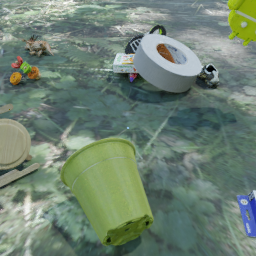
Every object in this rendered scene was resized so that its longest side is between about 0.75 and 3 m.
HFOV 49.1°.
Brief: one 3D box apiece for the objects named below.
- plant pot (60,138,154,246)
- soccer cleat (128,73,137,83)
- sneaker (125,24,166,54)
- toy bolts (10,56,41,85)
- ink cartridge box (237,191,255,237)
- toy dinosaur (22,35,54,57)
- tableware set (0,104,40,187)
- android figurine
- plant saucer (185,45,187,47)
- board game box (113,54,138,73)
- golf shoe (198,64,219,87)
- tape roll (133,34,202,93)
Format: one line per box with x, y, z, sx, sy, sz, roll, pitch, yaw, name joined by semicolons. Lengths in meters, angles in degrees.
-0.306;1.348;5.525;1.690;1.690;1.605;-14;51;-19;plant pot
0.195;-2.058;10.986;0.333;0.310;0.910;-1;32;6;soccer cleat
0.776;-4.004;13.281;2.307;0.852;0.934;-33;4;-19;sneaker
-4.058;-2.142;11.017;1.080;0.785;1.131;-46;55;7;toy bolts
2.946;1.795;5.847;1.087;0.221;1.085;3;37;5;ink cartridge box
-4.189;-3.876;13.155;1.711;0.734;1.160;11;30;5;toy dinosaur
-3.600;0.701;6.428;2.712;1.792;0.543;-26;11;-30;tableware set
3.731;-3.268;7.738;2.028;2.228;0.458;20;48;-15;android figurine
2.111;-3.409;12.458;1.824;0.323;1.824;7;45;-7;plant saucer
0.115;-2.692;11.513;1.290;0.354;2.043;1;26;1;board game box
3.112;-2.205;10.838;0.607;0.738;1.562;-10;36;-11;golf shoe
1.453;-2.425;10.338;2.440;0.806;2.440;15;45;-15;tape roll
